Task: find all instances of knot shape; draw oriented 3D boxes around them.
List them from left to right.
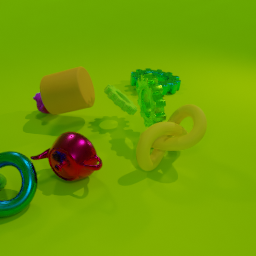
[{"bbox_3d":[-2.869,1.041,5.326,1.925,0.890,1.802,-23,35,-37],"label":"knot shape"},{"bbox_3d":[0.813,0.275,6.345,1.714,1.832,0.846,-31,86,-36],"label":"knot shape"}]

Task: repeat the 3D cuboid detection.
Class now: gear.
[{"bbox_3d":[-0.204,-0.815,8.083,1.103,0.204,1.103,39,14,-12],"label":"gear"},{"bbox_3d":[0.567,-0.642,7.082,0.261,1.410,1.410,-11,32,-13],"label":"gear"},{"bbox_3d":[1.046,-1.816,10.760,1.906,0.353,1.906,5,30,-3],"label":"gear"}]

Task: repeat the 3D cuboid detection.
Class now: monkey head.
[{"bbox_3d":[-2.457,-0.880,8.687,0.722,0.862,1.198,49,18,3],"label":"monkey head"}]

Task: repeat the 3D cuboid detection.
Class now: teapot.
[{"bbox_3d":[-1.266,0.648,5.926,1.740,1.082,0.852,7,26,28],"label":"teapot"}]

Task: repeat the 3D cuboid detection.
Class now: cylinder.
[{"bbox_3d":[-1.697,-1.048,7.993,1.170,1.170,1.170,-11,28,13],"label":"cylinder"}]
